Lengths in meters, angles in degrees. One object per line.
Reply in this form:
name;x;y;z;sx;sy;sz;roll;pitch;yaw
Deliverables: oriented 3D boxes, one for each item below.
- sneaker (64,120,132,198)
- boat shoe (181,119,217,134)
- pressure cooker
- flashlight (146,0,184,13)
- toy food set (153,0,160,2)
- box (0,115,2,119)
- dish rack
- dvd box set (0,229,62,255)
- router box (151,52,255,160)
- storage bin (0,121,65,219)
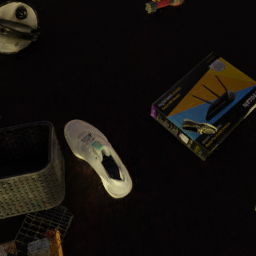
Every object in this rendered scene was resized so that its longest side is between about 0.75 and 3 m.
sneaker;-0.844;0.610;7.784;1.041;1.224;2.766;-38;69;-16
boat shoe;1.912;0.019;7.576;0.929;0.331;0.280;16;63;29
pressure cooker;-4.299;-3.745;9.506;2.409;2.152;2.119;41;66;19
flashlight;1.470;-4.957;11.068;1.491;0.505;0.507;-23;65;-13
toy food set;1.162;-5.200;11.257;0.480;0.267;0.816;15;26;-4
box;-5.689;-0.431;8.728;2.808;0.507;2.008;33;67;14
dish rack;-2.090;2.629;6.803;1.235;0.439;1.610;16;60;8
dvd box set;-2.377;3.914;6.548;1.874;0.376;2.561;-13;63;-6
router box;2.507;-0.767;8.747;2.962;0.756;2.209;-41;70;-19
storage bin;-3.173;1.101;7.108;2.861;1.341;1.934;-11;39;-5
